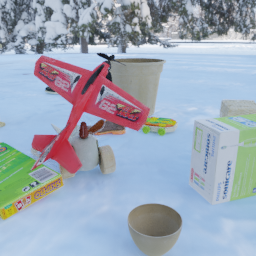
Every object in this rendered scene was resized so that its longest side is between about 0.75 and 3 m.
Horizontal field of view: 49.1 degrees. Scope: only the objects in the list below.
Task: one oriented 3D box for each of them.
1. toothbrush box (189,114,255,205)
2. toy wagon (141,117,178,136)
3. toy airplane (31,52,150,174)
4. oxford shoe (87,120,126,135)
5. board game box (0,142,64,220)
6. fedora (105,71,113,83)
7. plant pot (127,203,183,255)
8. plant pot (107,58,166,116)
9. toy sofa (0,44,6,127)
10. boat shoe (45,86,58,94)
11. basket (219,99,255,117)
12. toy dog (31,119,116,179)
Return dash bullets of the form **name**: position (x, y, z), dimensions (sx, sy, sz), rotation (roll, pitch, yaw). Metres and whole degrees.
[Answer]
- **toothbrush box**: position (2.398, 0.555, 5.776), dimensions (2.049, 1.492, 0.882), rotation (-7, 20, -20)
- **toy wagon**: position (0.880, -0.115, 9.607), dimensions (1.557, 0.308, 1.208), rotation (8, 20, 21)
- **toy airplane**: position (-1.026, -0.322, 5.873), dimensions (2.944, 2.944, 0.541), rotation (5, -16, 14)
- **oxford shoe**: position (-0.751, -0.076, 9.191), dimensions (1.368, 0.499, 0.488), rotation (-1, 19, -4)
- **board game box**: position (-2.734, 0.977, 6.113), dimensions (2.715, 0.407, 1.297), rotation (19, 34, 39)
- **fedora**: position (-0.639, -2.800, 16.158), dimensions (2.638, 1.205, 2.638), rotation (0, 19, 0)
- **plant pot**: position (0.391, 1.586, 4.200), dimensions (0.809, 0.543, 0.809), rotation (1, 18, 0)
- **plant pot**: position (0.300, -1.628, 11.216), dimensions (2.347, 2.148, 2.347), rotation (0, 18, 0)
- **toy sofa**: position (-5.089, -1.383, 9.258), dimensions (1.228, 2.966, 1.447), rotation (9, 14, 24)
- **boat shoe**: position (-3.265, -2.334, 15.318), dimensions (2.581, 0.856, 0.965), rotation (1, 19, 2)
- **basket**: position (3.554, -0.305, 8.996), dimensions (1.088, 1.078, 0.875), rotation (2, 21, 6)
- **toy dog**: position (-1.277, 0.223, 7.045), dimensions (1.775, 1.297, 2.692), rotation (-14, 23, -37)
